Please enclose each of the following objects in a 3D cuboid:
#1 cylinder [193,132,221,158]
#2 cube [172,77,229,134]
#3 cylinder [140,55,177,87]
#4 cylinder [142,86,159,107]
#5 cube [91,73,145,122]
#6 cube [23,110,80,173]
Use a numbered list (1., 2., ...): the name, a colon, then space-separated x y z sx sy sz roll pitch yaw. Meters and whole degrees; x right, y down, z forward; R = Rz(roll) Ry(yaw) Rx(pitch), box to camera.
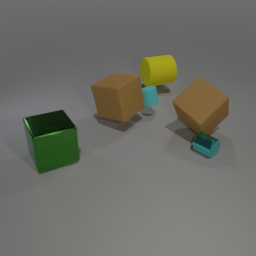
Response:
1. cylinder: 2.744 0.588 9.775 0.700 0.700 0.700 -25 39 -35
2. cube: 2.718 -0.731 10.375 1.400 1.400 1.400 -44 60 -3
3. cylinder: 1.487 -2.836 13.885 1.400 1.400 1.400 -11 33 -17
4. cylinder: 0.904 -1.347 11.901 0.700 0.700 0.700 -13 20 5
5. cube: -0.372 -1.246 11.049 1.400 1.400 1.400 12 36 37
6. cube: -2.555 0.404 9.364 1.400 1.400 1.400 -15 35 -25
